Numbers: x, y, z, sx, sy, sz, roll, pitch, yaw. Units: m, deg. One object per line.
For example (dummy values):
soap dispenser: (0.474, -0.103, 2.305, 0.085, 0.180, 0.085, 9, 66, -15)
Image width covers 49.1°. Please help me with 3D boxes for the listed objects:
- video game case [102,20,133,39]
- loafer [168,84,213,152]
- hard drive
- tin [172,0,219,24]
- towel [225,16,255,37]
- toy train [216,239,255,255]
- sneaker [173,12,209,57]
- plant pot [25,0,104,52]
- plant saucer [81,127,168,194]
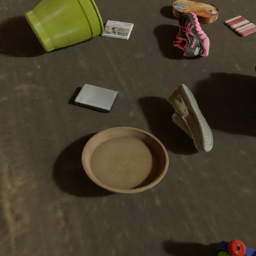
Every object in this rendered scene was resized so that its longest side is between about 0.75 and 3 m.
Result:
video game case: (-0.394, -3.742, 10.671, 1.013, 0.116, 0.923, 11, 53, 7)
loafer: (1.669, -0.213, 7.686, 0.731, 0.790, 2.100, -31, 55, 23)
hard drive: (-0.928, -0.904, 8.464, 1.117, 0.184, 0.779, 15, 54, 11)
tin: (2.696, -4.699, 11.255, 1.851, 0.387, 1.036, 19, 59, 14)
towel: (4.385, -3.945, 10.826, 0.789, 0.125, 1.095, -24, 55, -15)
toy train: (2.605, 2.900, 5.258, 1.891, 0.800, 1.094, 14, 64, 10)
sneaker: (2.066, -3.315, 9.987, 1.052, 0.871, 2.206, -16, 52, 2)
plant pot: (-2.278, -3.731, 9.617, 2.078, 2.158, 2.158, -32, 58, -8)
plant saucer: (-0.074, 0.775, 6.907, 2.119, 0.312, 2.119, 3, 41, -2)
